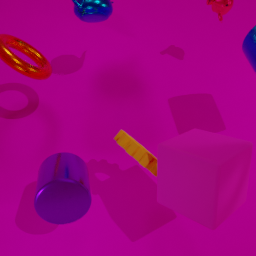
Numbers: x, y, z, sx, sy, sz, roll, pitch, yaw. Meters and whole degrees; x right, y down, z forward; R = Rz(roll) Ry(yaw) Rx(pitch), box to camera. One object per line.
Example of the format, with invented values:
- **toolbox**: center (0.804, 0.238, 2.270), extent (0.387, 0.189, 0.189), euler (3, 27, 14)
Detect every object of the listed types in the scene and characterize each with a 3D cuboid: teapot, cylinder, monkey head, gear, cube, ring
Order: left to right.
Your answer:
- **ring**: center (-2.572, -1.754, 6.921), extent (0.308, 1.540, 1.540), euler (-48, 65, 19)
- **cylinder**: center (-1.244, 1.136, 5.404), extent (1.006, 1.006, 1.006), euler (-12, 26, -7)
- **teapot**: center (-0.885, -3.269, 7.377), extent (1.032, 1.660, 0.813), euler (-1, 95, 37)
- **gear**: center (0.299, 0.560, 5.861), extent (1.339, 1.339, 0.248), euler (40, 91, 20)
- **cube**: center (1.358, 0.825, 5.063), extent (1.206, 1.206, 1.206), euler (-18, 24, -41)
- **monkey head**: center (2.598, -3.516, 7.862), extent (0.720, 1.000, 0.603), euler (-19, 46, -39)
- **cylinder**: center (3.380, -1.596, 6.123), extent (1.294, 1.294, 1.294), euler (-10, 60, -6)
